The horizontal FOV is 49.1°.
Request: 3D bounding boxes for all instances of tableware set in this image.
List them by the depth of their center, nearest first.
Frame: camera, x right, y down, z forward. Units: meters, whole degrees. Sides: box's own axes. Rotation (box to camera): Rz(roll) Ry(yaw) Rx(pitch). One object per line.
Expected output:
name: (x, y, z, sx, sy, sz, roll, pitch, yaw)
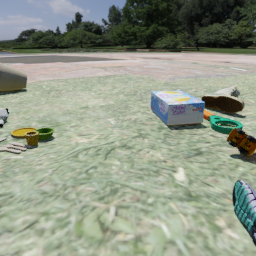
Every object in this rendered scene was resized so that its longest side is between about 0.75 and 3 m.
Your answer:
tableware set: (-3.812, 0.114, 8.869, 2.737, 0.420, 1.844, 8, 20, 23)

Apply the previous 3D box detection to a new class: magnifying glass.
magnifying glass: (3.253, -0.298, 10.388, 1.007, 0.283, 2.530, -5, 21, -13)

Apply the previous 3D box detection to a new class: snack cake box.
snack cake box: (1.862, -0.867, 11.114, 1.393, 0.814, 2.422, -2, 18, -11)

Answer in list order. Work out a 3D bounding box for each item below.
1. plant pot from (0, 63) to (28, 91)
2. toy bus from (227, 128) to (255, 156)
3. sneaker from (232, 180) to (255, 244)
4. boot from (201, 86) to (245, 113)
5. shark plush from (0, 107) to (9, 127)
plant pot: (-6.725, -2.834, 16.055, 1.764, 1.652, 1.652, 6, 16, -22)
toy bus: (3.208, 0.377, 7.673, 0.769, 0.522, 0.738, 39, 20, 32)
sneaker: (2.320, 1.489, 4.838, 0.648, 0.551, 1.481, 9, 29, -6)
boot: (4.469, -1.306, 12.226, 1.573, 0.733, 2.034, -24, 24, -29)
shark plush: (-4.977, -0.495, 10.436, 0.767, 0.837, 1.843, -29, 22, 9)
